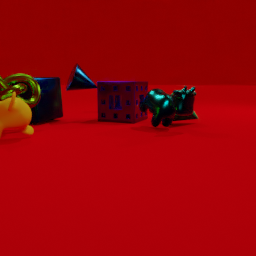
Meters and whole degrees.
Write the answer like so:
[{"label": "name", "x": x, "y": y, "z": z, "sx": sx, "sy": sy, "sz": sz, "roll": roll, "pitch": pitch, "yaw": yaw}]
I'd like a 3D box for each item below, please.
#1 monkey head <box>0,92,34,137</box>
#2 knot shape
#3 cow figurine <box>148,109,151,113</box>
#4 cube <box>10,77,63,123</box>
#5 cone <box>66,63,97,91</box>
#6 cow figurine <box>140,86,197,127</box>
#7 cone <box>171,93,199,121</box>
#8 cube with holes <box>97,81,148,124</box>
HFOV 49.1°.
[{"label": "monkey head", "x": -2.354, "y": -0.170, "z": 5.654, "sx": 0.722, "sy": 1.198, "sz": 0.862, "roll": -2, "pitch": 51, "yaw": 2}, {"label": "knot shape", "x": -2.886, "y": -1.001, "z": 6.669, "sx": 1.326, "sy": 0.655, "sz": 1.417, "roll": 31, "pitch": 20, "yaw": 14}, {"label": "cow figurine", "x": 1.218, "y": -0.796, "z": 10.657, "sx": 0.936, "sy": 0.522, "sz": 0.951, "roll": 0, "pitch": 6, "yaw": -24}, {"label": "cube", "x": -2.875, "y": -0.867, "z": 8.438, "sx": 1.274, "sy": 1.274, "sz": 1.274, "roll": 1, "pitch": 11, "yaw": 22}, {"label": "cone", "x": -1.292, "y": -1.365, "z": 8.437, "sx": 0.881, "sy": 0.878, "sz": 0.878, "roll": 20, "pitch": 1, "yaw": -22}, {"label": "cow figurine", "x": 0.991, "y": -0.659, "z": 6.963, "sx": 0.764, "sy": 1.370, "sz": 1.393, "roll": -1, "pitch": 40, "yaw": -38}, {"label": "cone", "x": 1.653, "y": -0.446, "z": 8.044, "sx": 0.975, "sy": 0.971, "sz": 0.971, "roll": 23, "pitch": 1, "yaw": -20}, {"label": "cube with holes", "x": -0.139, "y": -0.846, "z": 8.753, "sx": 1.208, "sy": 1.208, "sz": 1.208, "roll": 4, "pitch": 10, "yaw": 22}]
